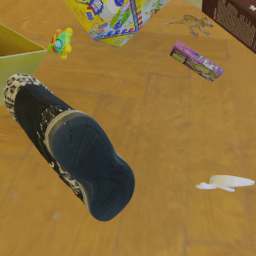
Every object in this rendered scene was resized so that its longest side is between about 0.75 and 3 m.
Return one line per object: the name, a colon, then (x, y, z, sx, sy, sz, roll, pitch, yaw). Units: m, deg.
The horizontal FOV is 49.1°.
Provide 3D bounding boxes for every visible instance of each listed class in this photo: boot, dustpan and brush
boot: (-0.755, 0.270, 3.775, 0.750, 2.077, 1.569, -41, 50, -17)
dustpan and brush: (1.193, 0.740, 3.678, 0.797, 0.556, 0.228, 18, 69, -28)

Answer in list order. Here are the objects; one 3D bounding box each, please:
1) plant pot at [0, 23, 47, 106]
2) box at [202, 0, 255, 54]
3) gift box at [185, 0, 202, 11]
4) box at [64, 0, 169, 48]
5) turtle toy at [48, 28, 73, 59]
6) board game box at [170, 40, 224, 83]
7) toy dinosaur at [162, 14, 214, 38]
plant pot: (-2.906, -1.264, 5.746, 1.575, 1.389, 1.575, 30, 25, 5)
box: (1.986, -1.760, 4.201, 0.863, 0.646, 1.724, -31, 58, -7)
gift box: (2.512, -3.581, 6.476, 1.924, 2.061, 1.901, 42, 74, 19)
box: (-0.388, -4.171, 7.300, 2.817, 2.713, 1.718, 54, 24, 8)
turtle toy: (-1.628, -1.989, 6.658, 0.436, 0.862, 0.628, 9, 71, -28)
board game box: (1.476, -1.439, 6.140, 1.169, 0.702, 0.189, 34, 92, 1)
toy dinosaur: (1.268, -2.068, 5.512, 1.172, 0.593, 0.341, 26, 92, 51)
